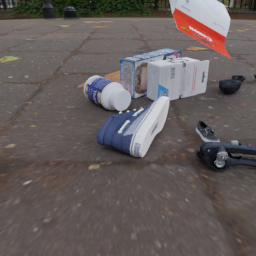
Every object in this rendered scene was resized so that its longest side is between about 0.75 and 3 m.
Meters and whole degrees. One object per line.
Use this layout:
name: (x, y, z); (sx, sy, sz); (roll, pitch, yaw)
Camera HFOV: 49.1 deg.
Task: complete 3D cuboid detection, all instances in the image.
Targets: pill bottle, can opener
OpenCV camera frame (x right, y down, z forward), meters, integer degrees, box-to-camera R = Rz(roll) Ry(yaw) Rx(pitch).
pill bottle: (-0.702, -1.165, 9.623); (0.954, 0.954, 1.720); (-19, 32, -34)
can opener: (2.652, 0.600, 6.323); (2.139, 0.678, 0.841); (3, 25, 6)

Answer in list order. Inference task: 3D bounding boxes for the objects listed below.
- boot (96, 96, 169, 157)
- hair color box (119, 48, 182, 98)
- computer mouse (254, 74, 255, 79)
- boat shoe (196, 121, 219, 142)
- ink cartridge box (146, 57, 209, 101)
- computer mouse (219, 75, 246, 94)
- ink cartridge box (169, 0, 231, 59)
boot: (0.255, -0.261, 7.689); (1.236, 0.995, 2.736); (15, 30, 17)
hair color box: (0.968, -2.281, 11.343); (0.872, 1.441, 2.882); (23, 35, 39)
computer mouse: (6.242, -2.121, 12.408); (1.222, 0.281, 0.858); (1, 26, -16)
boat shoe: (2.196, 0.098, 7.720); (0.370, 0.350, 1.057); (-4, 26, -8)
ink cartridge box: (1.890, -1.875, 10.605); (2.360, 1.369, 0.801); (-14, 29, -28)
computer mouse: (4.422, -1.851, 11.771); (0.812, 0.472, 2.771); (6, 20, 31)
ink cartridge box: (1.972, -2.960, 7.385); (1.765, 0.521, 2.205); (20, 44, -22)
